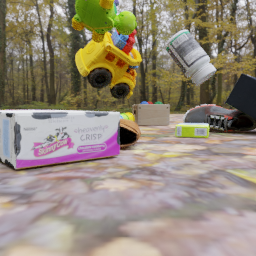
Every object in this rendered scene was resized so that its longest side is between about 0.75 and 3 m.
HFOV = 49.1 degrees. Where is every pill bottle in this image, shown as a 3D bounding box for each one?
[{"bbox_3d":[2.081,-2.307,9.294,0.961,1.699,0.961,-33,-10,-6],"label":"pill bottle"}]

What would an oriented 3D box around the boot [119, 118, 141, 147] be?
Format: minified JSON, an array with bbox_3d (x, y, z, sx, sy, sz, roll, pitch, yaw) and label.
[{"bbox_3d":[-0.671,0.101,5.762,1.882,0.722,1.461,7,7,-3],"label":"boot"}]

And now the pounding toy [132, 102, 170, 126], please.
[{"bbox_3d":[0.570,-0.741,14.043,2.512,1.150,2.207,0,4,-8],"label":"pounding toy"}]

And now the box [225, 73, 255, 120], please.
[{"bbox_3d":[4.622,-0.751,8.879,1.975,1.103,2.798,34,23,32],"label":"box"}]

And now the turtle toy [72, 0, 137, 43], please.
[{"bbox_3d":[-0.627,-3.014,7.400,1.803,1.314,0.911,34,45,8],"label":"turtle toy"}]

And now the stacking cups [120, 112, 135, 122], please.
[{"bbox_3d":[-0.458,-0.271,11.128,0.634,0.634,2.094,2,6,28],"label":"stacking cups"}]

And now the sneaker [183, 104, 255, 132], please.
[{"bbox_3d":[3.057,-0.275,9.225,2.420,0.932,0.991,-1,12,7],"label":"sneaker"}]

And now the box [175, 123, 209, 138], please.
[{"bbox_3d":[1.880,0.054,8.078,0.882,0.345,1.447,2,5,16],"label":"box"}]

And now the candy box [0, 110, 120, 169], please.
[{"bbox_3d":[-1.482,0.061,4.735,1.640,0.734,2.405,-3,5,-39],"label":"candy box"}]

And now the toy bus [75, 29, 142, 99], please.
[{"bbox_3d":[-0.419,-3.062,12.457,2.922,2.805,1.983,25,31,-39],"label":"toy bus"}]
